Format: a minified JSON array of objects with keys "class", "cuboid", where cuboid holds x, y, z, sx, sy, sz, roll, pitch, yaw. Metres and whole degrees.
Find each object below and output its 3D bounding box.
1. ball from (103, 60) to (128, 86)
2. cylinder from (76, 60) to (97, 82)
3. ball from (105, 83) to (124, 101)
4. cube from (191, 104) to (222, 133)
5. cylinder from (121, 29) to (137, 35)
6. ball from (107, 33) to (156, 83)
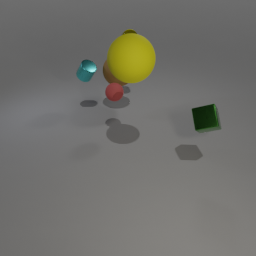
[{"class":"ball","cuboid":[-0.413,-2.535,12.326,1.400,1.400,1.400,0,31,0]},{"class":"cylinder","cuboid":[-1.796,-2.460,12.077,0.700,0.700,0.700,16,54,-23]},{"class":"ball","cuboid":[-0.515,-1.361,10.633,0.700,0.700,0.700,0,31,0]},{"class":"cube","cuboid":[2.419,-0.275,8.610,0.700,0.700,0.700,-12,-13,23]},{"class":"cylinder","cuboid":[0.036,-4.023,12.535,0.700,0.700,0.700,-6,13,-9]},{"class":"ball","cuboid":[0.093,-2.000,8.100,1.400,1.400,1.400,0,31,0]}]
